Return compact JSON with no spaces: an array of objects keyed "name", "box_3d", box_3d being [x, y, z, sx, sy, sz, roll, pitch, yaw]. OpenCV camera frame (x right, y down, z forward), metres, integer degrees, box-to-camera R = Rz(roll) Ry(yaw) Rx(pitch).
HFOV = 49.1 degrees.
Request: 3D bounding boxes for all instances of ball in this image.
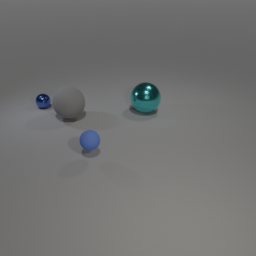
[{"name":"ball","box_3d":[-2.565,-1.104,12.165,1.400,1.400,1.400,0,29,0]},{"name":"ball","box_3d":[0.804,-1.381,12.798,1.400,1.400,1.400,0,29,0]},{"name":"ball","box_3d":[-1.292,0.414,9.502,0.700,0.700,0.700,0,29,0]},{"name":"ball","box_3d":[-4.059,-1.296,13.392,0.700,0.700,0.700,0,29,0]}]
